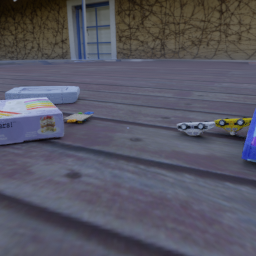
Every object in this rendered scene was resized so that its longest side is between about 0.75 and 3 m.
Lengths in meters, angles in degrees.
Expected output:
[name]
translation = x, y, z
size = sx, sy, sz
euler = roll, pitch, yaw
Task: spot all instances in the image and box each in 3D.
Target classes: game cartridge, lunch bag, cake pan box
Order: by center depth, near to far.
[lunch bag]
translation = 3.450, 0.075, 5.329
size = 2.021, 1.263, 2.685
euler = 12, 29, 28
[cake pan box]
translation = -3.080, -0.216, 6.954
size = 2.546, 0.666, 2.344
euler = -7, 15, -22
[game cartridge]
translation = -3.255, -1.294, 10.940
size = 2.634, 0.538, 1.753
euler = -2, 13, -5

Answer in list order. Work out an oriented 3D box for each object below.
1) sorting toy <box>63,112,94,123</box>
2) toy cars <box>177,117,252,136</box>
[sorting toy]
translation = -1.420, -0.263, 7.983
size = 0.664, 0.161, 1.180
euler = 1, 16, 20
[toy cars]
translation = 2.076, 0.005, 6.692
size = 1.774, 0.393, 0.795
euler = -5, 5, -4
